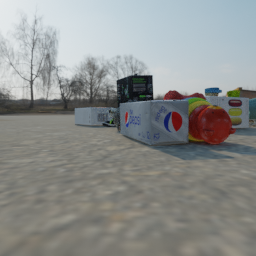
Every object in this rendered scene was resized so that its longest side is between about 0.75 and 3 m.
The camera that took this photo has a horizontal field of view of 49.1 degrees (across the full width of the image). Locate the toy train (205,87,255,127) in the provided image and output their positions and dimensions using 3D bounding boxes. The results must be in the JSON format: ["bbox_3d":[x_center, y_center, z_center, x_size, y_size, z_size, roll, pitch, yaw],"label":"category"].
[{"bbox_3d":[4.662,-0.903,12.195,2.909,1.683,1.231,-1,4,-5],"label":"toy train"}]

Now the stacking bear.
[{"bbox_3d":[1.575,-0.191,6.153,1.114,1.043,1.834,4,13,-15],"label":"stacking bear"}]

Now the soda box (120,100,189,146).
[{"bbox_3d":[0.488,-0.190,6.601,0.824,0.887,2.599,-2,4,-15],"label":"soda box"}]

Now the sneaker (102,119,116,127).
[{"bbox_3d":[-0.566,-0.336,12.409,1.283,0.531,0.460,-2,4,-33],"label":"sneaker"}]

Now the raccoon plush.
[{"bbox_3d":[0.486,-0.392,9.812,2.291,1.108,1.535,0,11,-1],"label":"raccoon plush"}]

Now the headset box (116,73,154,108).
[{"bbox_3d":[0.320,-1.439,13.961,1.168,2.518,2.192,-5,4,-20],"label":"headset box"}]

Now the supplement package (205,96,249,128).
[{"bbox_3d":[3.445,-0.574,10.644,2.107,1.198,1.154,-2,3,-30],"label":"supplement package"}]

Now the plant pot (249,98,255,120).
[{"bbox_3d":[8.120,-1.121,16.848,1.830,1.868,1.868,-8,1,15],"label":"plant pot"}]

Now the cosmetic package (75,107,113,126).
[{"bbox_3d":[-1.728,-0.588,14.006,1.217,0.855,2.399,-2,3,-29],"label":"cosmetic package"}]
